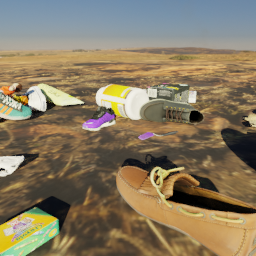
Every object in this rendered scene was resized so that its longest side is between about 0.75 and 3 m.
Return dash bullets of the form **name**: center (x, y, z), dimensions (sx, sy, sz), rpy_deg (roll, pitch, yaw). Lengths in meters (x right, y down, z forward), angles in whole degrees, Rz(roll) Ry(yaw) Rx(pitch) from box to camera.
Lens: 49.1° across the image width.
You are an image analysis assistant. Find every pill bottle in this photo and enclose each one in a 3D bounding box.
- **pill bottle**: center (-0.287, -1.037, 10.683), dimensions (1.145, 1.145, 2.097), rpy_deg (-15, 22, -40)

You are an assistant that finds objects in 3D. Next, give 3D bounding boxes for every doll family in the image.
- **doll family**: center (-4.853, -0.918, 10.890), dimensions (2.589, 1.167, 1.607), rpy_deg (-8, 14, 43)

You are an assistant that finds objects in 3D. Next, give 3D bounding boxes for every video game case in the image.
- **video game case**: center (2.009, -1.666, 14.302), dimensions (2.839, 0.256, 2.033), rpy_deg (4, 17, 13)

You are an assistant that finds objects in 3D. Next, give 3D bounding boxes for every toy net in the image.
- **toy net**: center (-3.133, 0.919, 5.647), dimensions (1.995, 0.385, 1.047), rpy_deg (-11, 17, -38)

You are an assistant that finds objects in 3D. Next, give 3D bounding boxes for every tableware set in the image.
- **tableware set**: center (4.845, -0.193, 9.501), dimensions (1.621, 0.225, 1.940), rpy_deg (4, 15, 10)

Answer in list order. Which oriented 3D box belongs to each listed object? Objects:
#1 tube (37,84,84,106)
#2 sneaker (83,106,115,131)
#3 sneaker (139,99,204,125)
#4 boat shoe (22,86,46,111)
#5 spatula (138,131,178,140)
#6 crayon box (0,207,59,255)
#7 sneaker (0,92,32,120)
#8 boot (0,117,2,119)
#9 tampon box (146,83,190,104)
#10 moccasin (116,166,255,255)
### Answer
- **tube**: center (-3.275, -1.442, 12.898), dimensions (2.889, 0.750, 0.838), rpy_deg (24, 67, 43)
- **sneaker**: center (-0.969, -0.368, 9.220), dimensions (0.498, 0.713, 1.433), rpy_deg (12, 20, 33)
- **sneaker**: center (1.496, -0.540, 9.619), dimensions (2.108, 0.789, 1.120), rpy_deg (-3, 15, -14)
- **boat shoe**: center (-4.135, -1.286, 11.984), dimensions (0.781, 0.879, 2.388), rpy_deg (-5, 16, -28)
- **spatula**: center (0.936, 0.193, 8.349), dimensions (1.328, 0.136, 0.375), rpy_deg (-5, 14, -25)
- **crayon box**: center (-1.479, 1.484, 3.885), dimensions (0.529, 0.259, 0.890), rpy_deg (12, 21, 35)
- **sneaker**: center (-4.160, -0.795, 9.449), dimensions (1.813, 0.724, 0.647), rpy_deg (10, 34, -19)
- **boot**: center (-5.451, -1.046, 9.298), dimensions (2.248, 1.957, 0.778), rpy_deg (-2, 17, -6)
- **tampon box**: center (1.647, -1.225, 11.505), dimensions (1.225, 1.032, 1.634), rpy_deg (11, 20, 31)
- **moccasin**: center (0.743, 1.021, 4.220), dimensions (0.900, 0.949, 2.460), rpy_deg (-13, 21, -36)
